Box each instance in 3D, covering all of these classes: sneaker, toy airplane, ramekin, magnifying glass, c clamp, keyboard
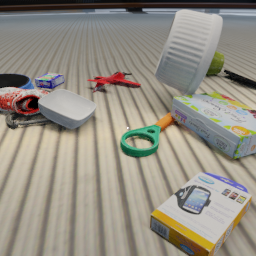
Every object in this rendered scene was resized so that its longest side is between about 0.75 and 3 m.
[{"bbox_3d":[-4.038,-0.962,10.004,2.556,0.853,1.370,-1,15,0],"label":"sneaker"},{"bbox_3d":[-0.848,-2.280,13.199,2.699,0.496,2.699,-1,27,1],"label":"toy airplane"},{"bbox_3d":[2.043,-2.766,10.090,1.539,2.932,2.932,18,29,-1],"label":"ramekin"},{"bbox_3d":[0.782,0.110,8.850,1.118,0.315,2.809,21,32,27],"label":"magnifying glass"},{"bbox_3d":[-3.227,-0.327,9.721,2.068,0.280,1.767,-6,28,-11],"label":"c clamp"},{"bbox_3d":[5.452,-2.297,13.532,1.212,0.461,2.328,12,19,-29],"label":"keyboard"}]

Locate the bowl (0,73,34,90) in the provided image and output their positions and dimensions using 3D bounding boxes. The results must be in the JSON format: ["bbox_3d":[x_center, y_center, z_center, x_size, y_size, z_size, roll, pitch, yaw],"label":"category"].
[{"bbox_3d":[-5.564,-1.699,12.013,2.937,0.576,2.937,0,27,0],"label":"bowl"}]

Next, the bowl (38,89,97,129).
[{"bbox_3d":[-2.053,-0.603,9.573,1.656,0.618,1.654,23,30,8],"label":"bowl"}]

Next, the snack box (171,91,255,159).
[{"bbox_3d":[3.025,-0.254,8.851,2.063,0.768,2.900,-11,32,-27],"label":"snack box"}]

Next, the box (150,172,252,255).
[{"bbox_3d":[1.607,1.666,5.809,1.279,0.446,2.149,23,33,37],"label":"box"}]

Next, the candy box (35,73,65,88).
[{"bbox_3d":[-3.681,-2.253,13.231,0.907,0.413,1.073,9,28,19],"label":"candy box"}]

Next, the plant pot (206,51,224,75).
[{"bbox_3d":[4.012,-3.435,14.467,1.598,1.659,1.659,9,27,-7],"label":"plant pot"}]
